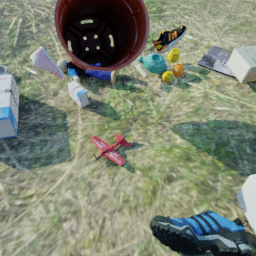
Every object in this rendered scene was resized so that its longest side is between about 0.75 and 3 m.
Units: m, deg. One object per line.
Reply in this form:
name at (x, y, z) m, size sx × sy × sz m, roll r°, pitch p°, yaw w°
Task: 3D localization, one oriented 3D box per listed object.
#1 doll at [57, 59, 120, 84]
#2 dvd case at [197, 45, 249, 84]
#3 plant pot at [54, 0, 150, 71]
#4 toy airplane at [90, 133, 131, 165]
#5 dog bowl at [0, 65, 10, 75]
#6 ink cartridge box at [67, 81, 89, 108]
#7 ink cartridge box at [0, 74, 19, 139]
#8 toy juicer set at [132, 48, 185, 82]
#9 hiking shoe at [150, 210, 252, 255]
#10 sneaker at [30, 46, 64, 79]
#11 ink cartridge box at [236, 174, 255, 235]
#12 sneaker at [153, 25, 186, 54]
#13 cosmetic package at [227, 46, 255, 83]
doll at (-1.753, -2.457, 11.643) m, size 2.636 × 0.639 × 1.799 m, roll 12°, pitch 52°, yaw 11°
dvd case at (4.443, -2.847, 12.300) m, size 2.308 × 0.184 × 1.716 m, roll 28°, pitch 54°, yaw 23°
plant pot at (-0.963, -2.896, 8.640) m, size 2.589 × 2.589 × 2.518 m, roll -16°, pitch 8°, yaw -14°
toy airplane at (-0.513, 0.614, 9.134) m, size 1.455 × 0.268 × 1.455 m, roll 3°, pitch 51°, yaw -3°
dog bowl at (-5.473, -2.250, 11.688) m, size 1.039 × 0.305 × 1.039 m, roll 0°, pitch 49°, yaw 0°
ink cartridge box at (-1.887, -1.284, 10.594) m, size 0.369 × 0.628 × 0.858 m, roll -30°, pitch 55°, yaw -24°
ink cartridge box at (-4.843, -0.730, 9.853) m, size 1.706 × 0.984 × 2.351 m, roll -10°, pitch 49°, yaw -8°
toy juicer set at (1.208, -2.510, 11.775) m, size 2.471 × 0.672 × 1.572 m, roll -10°, pitch 65°, yaw -15°
hiking shoe at (1.783, 2.577, 7.070) m, size 2.504 × 0.932 × 1.086 m, roll 16°, pitch 42°, yaw 1°
sneaker at (-2.147, -1.596, 7.353) m, size 0.518 × 0.373 × 0.991 m, roll -41°, pitch 101°, yaw -14°
ink cartridge box at (4.562, 2.056, 6.833) m, size 2.868 × 1.214 × 2.073 m, roll -9°, pitch 50°, yaw -8°
sneaker at (1.284, -2.856, 8.624) m, size 1.210 × 0.544 × 0.423 m, roll -45°, pitch 24°, yaw -6°
cosmetic package at (5.477, -2.682, 11.482) m, size 2.399 × 0.853 × 1.262 m, roll -10°, pitch 56°, yaw -16°
